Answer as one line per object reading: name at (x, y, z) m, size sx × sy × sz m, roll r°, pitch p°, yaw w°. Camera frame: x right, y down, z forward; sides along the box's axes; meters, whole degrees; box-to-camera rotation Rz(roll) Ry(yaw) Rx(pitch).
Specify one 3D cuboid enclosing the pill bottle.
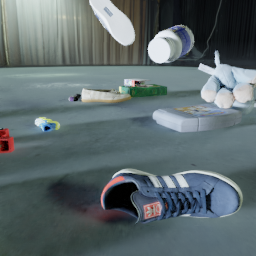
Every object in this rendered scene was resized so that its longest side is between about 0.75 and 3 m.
pill bottle at (1.280, -2.493, 8.415) m, size 0.935 × 0.935 × 1.562 m, roll 10°, pitch 31°, yaw 31°

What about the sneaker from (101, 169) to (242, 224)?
sneaker at (0.497, 0.972, 3.701) m, size 1.866 × 0.700 × 0.789 m, roll -3°, pitch 11°, yaw 26°

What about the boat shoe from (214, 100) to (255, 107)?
boat shoe at (4.566, -1.209, 11.772) m, size 1.848 × 0.523 × 0.634 m, roll 10°, pitch 18°, yaw 32°

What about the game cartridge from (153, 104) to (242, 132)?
game cartridge at (2.273, -0.353, 8.859) m, size 2.508 × 0.521 × 1.670 m, roll -8°, pitch 13°, yaw -28°

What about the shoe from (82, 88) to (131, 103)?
shoe at (-0.980, -1.499, 12.674) m, size 2.247 × 0.600 × 0.786 m, roll -1°, pitch 16°, yaw -3°

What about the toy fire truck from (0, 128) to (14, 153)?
toy fire truck at (-3.348, 0.287, 6.722) m, size 1.403 × 0.342 × 0.989 m, roll 0°, pitch 15°, yaw -1°

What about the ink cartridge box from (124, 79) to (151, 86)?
ink cartridge box at (0.465, -2.297, 14.203) m, size 0.727 × 0.336 × 1.334 m, roll -10°, pitch 18°, yaw -34°

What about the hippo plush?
hippo plush at (3.437, -1.152, 9.793) m, size 1.791 × 1.808 × 2.249 m, roll -41°, pitch 48°, yaw -7°

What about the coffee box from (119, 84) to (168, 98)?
coffee box at (0.760, -1.935, 14.471) m, size 2.190 × 0.482 × 1.347 m, roll -7°, pitch 17°, yaw -25°

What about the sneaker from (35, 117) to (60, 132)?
sneaker at (-2.440, -0.100, 8.154) m, size 0.862 × 0.326 × 0.453 m, roll 7°, pitch 17°, yaw 21°

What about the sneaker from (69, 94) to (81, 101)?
sneaker at (-2.359, -1.358, 12.904) m, size 0.341 × 0.295 × 0.780 m, roll 19°, pitch 28°, yaw 22°

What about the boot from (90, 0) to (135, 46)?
boot at (-0.582, -4.374, 11.571) m, size 0.919 × 2.526 × 1.141 m, roll -35°, pitch -2°, yaw 0°
